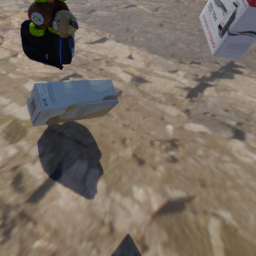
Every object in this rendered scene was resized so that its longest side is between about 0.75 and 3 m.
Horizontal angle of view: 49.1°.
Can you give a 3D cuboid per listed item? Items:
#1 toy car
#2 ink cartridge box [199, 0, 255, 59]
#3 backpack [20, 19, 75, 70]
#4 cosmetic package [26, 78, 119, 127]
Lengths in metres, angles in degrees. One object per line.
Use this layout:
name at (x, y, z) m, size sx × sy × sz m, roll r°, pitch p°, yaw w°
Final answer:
toy car at (-1.602, -2.439, 6.511) m, size 1.023 × 1.066 × 1.297 m, roll -24°, pitch 63°, yaw -37°
ink cartridge box at (2.814, -3.049, 7.043) m, size 0.895 × 2.160 × 1.585 m, roll -1°, pitch 62°, yaw -16°
backpack at (-2.597, -2.841, 9.226) m, size 1.642 × 1.502 × 1.206 m, roll 14°, pitch 26°, yaw 19°
cosmetic package at (-1.210, -0.580, 6.204) m, size 1.785 × 0.939 × 0.634 m, roll -10°, pitch 75°, yaw -33°
